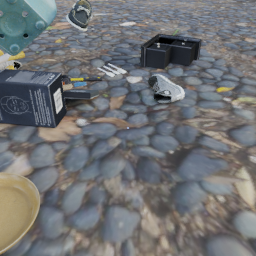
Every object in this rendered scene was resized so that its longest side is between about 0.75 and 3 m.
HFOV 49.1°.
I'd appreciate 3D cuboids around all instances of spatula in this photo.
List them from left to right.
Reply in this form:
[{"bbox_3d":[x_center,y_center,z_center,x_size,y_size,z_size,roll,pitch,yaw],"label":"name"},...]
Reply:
[{"bbox_3d":[-0.711,-2.472,11.984,0.827,0.095,1.189,-29,42,-28],"label":"spatula"}]

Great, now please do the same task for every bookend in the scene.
[{"bbox_3d":[1.923,-3.351,12.480,2.106,0.976,2.119,15,37,22],"label":"bookend"}]

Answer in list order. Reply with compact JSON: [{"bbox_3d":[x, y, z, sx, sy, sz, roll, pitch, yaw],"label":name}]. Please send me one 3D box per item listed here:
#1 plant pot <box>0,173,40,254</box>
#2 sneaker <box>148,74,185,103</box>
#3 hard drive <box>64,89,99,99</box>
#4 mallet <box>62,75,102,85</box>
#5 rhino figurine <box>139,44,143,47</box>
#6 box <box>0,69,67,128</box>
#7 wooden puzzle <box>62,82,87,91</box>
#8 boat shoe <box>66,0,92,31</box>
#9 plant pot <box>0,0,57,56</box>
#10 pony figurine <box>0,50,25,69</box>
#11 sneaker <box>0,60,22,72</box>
[{"bbox_3d":[-2.827,1.723,5.472,2.193,0.301,2.193,-1,34,0],"label":"plant pot"},{"bbox_3d":[1.097,-1.355,9.832,0.949,0.617,1.643,-28,44,-32],"label":"sneaker"},{"bbox_3d":[-1.568,-1.155,9.410,0.955,0.225,1.368,3,12,5],"label":"hard drive"},{"bbox_3d":[-1.799,-1.865,10.875,1.605,0.330,0.528,-1,27,-8],"label":"mallet"},{"bbox_3d":[1.098,-4.301,14.502,1.089,0.326,0.476,-10,35,-12],"label":"rhino figurine"},{"bbox_3d":[-2.953,-0.898,8.405,1.880,1.395,1.007,6,33,7],"label":"box"},{"bbox_3d":[-2.788,-1.389,9.801,2.342,0.274,1.580,-18,17,-30],"label":"wooden puzzle"},{"bbox_3d":[-1.284,-3.145,7.647,0.626,0.500,1.657,25,30,-27],"label":"boat shoe"},{"bbox_3d":[-3.445,-3.430,7.905,2.309,2.315,2.358,-38,52,9],"label":"plant pot"},{"bbox_3d":[-5.579,-2.226,9.795,2.799,2.415,2.900,31,53,2],"label":"pony figurine"},{"bbox_3d":[-4.920,-2.379,11.238,0.805,0.733,1.963,2,33,3],"label":"sneaker"}]
